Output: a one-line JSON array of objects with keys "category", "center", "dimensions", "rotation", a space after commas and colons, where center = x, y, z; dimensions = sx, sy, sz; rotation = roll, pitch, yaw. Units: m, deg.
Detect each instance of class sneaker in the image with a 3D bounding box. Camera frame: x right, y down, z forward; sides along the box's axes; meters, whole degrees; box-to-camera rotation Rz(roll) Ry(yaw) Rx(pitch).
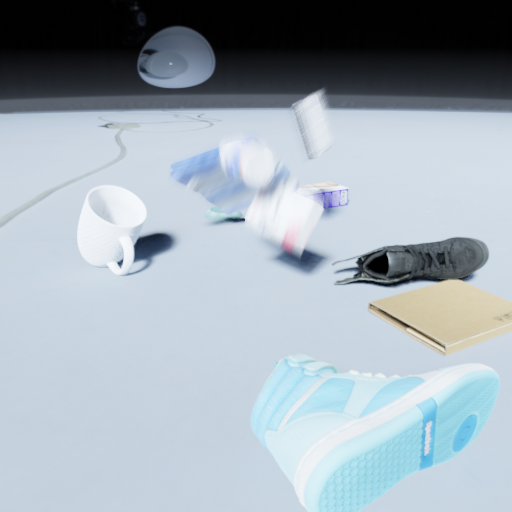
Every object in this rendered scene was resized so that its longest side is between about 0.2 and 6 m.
[{"category": "sneaker", "center": [2.541, 0.133, 9.369], "dimensions": [2.330, 0.700, 1.215], "rotation": [-5, 3, 39]}, {"category": "sneaker", "center": [1.126, 1.431, 5.785], "dimensions": [2.615, 1.040, 1.707], "rotation": [-12, 25, -31]}]

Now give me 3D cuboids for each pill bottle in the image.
[{"category": "pill bottle", "center": [-0.170, -1.392, 8.167], "dimensions": [0.528, 0.528, 0.942], "rotation": [-10, 22, -26]}]

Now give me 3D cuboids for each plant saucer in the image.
[{"category": "plant saucer", "center": [-0.794, -1.063, 13.659], "dimensions": [0.935, 0.168, 0.935], "rotation": [0, 21, 0]}]

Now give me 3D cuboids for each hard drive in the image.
[{"category": "hard drive", "center": [1.065, -2.416, 10.478], "dimensions": [0.200, 1.057, 0.739], "rotation": [-8, 19, 36]}]

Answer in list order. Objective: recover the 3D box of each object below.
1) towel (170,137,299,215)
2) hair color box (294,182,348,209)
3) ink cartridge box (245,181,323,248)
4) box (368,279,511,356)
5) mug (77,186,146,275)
[{"category": "towel", "center": [-0.348, -1.521, 11.259], "dimensions": [1.877, 0.304, 2.556], "rotation": [-16, -19, 18]}, {"category": "hair color box", "center": [1.487, -1.512, 14.386], "dimensions": [1.579, 0.512, 0.863], "rotation": [-10, 22, -30]}, {"category": "ink cartridge box", "center": [0.420, -0.661, 8.668], "dimensions": [0.982, 0.715, 0.416], "rotation": [28, 2, 32]}, {"category": "box", "center": [2.943, 0.853, 8.483], "dimensions": [1.932, 0.205, 1.579], "rotation": [-12, 23, -28]}, {"category": "mug", "center": [-2.615, -0.316, 10.152], "dimensions": [1.082, 1.285, 1.466], "rotation": [-9, 53, -41]}]
